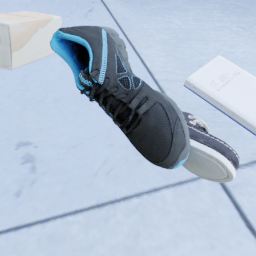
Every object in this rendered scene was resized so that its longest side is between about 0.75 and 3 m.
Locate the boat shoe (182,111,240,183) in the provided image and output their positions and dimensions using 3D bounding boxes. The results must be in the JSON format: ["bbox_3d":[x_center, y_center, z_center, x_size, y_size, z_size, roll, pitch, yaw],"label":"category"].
[{"bbox_3d":[0.863,0.105,4.751,0.830,1.016,2.751,-43,21,-13],"label":"boat shoe"}]

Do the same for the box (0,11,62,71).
[{"bbox_3d":[-2.461,-2.065,6.357,1.102,0.902,2.320,11,26,7],"label":"box"}]

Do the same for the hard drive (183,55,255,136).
[{"bbox_3d":[2.394,-0.659,5.836,2.091,0.265,1.379,40,55,20],"label":"hard drive"}]

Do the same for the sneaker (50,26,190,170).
[{"bbox_3d":[-0.170,-0.410,3.787,1.005,0.898,2.454,-14,61,-51],"label":"sneaker"}]
